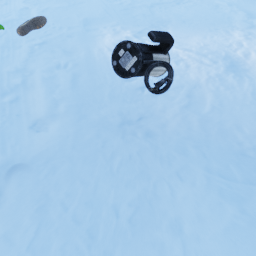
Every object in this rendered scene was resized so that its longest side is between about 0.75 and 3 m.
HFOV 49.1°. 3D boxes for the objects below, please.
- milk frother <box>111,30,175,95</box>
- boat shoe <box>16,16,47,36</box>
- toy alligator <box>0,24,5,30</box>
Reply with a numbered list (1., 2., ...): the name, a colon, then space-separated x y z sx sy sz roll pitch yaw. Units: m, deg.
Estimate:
1. milk frother: 0.608 -1.434 6.687 1.381 1.325 1.468 -16 85 -51
2. boat shoe: -2.411 -2.568 6.939 0.823 0.306 0.302 -33 44 -18
3. toy alligator: -2.529 -1.663 4.428 1.155 0.313 0.342 20 10 0
